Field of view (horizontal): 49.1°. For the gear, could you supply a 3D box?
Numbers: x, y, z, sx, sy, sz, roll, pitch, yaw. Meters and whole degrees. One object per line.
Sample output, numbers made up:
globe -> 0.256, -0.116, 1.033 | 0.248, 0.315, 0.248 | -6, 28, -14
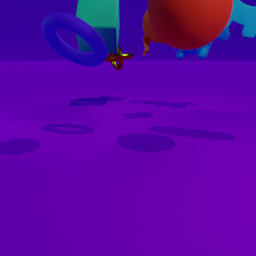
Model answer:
gear -> 2.324, -2.660, 4.817 | 2.057, 2.057, 0.380 | 5, 24, 20

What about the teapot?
teapot -> 0.930, -2.654, 7.294 | 1.111, 1.787, 0.875 | 33, 20, -42

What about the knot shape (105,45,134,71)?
knot shape -> -0.529, -2.963, 11.732 | 1.473, 0.681, 1.379 | 17, -18, -2

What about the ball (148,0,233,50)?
ball -> 0.991, -1.965, 4.546 | 1.341, 1.341, 1.341 | 0, 15, 0

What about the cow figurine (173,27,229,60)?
cow figurine -> 2.526, -3.121, 9.587 | 1.708, 0.938, 1.681 | 7, 55, 35

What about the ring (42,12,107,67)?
ring -> -1.141, -1.846, 5.990 | 1.491, 0.298, 1.491 | 21, -19, 8

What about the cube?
cube -> -1.032, -3.598, 9.830 | 1.355, 1.355, 1.355 | 3, -22, 0
